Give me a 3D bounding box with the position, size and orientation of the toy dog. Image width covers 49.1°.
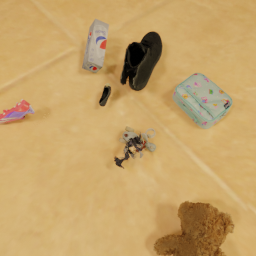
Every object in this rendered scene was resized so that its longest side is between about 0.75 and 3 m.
[{"bbox_3d":[0.264,0.332,8.017,1.107,0.533,0.730,4,88,6],"label":"toy dog"}]

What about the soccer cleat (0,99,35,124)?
[{"bbox_3d":[-3.403,-0.375,8.367,1.394,0.533,0.465,-26,31,26],"label":"soccer cleat"}]

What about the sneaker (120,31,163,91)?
[{"bbox_3d":[0.464,-2.324,8.971,0.851,1.478,2.835,14,70,14],"label":"sneaker"}]

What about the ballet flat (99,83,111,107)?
[{"bbox_3d":[-0.700,-1.038,8.647,0.263,0.225,0.793,8,75,22],"label":"ballet flat"}]

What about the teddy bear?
[{"bbox_3d":[1.444,2.997,6.053,1.942,0.894,2.678,-19,49,33],"label":"teddy bear"}]

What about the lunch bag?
[{"bbox_3d":[2.278,-0.835,8.634,1.339,0.644,1.670,-34,69,-24],"label":"lunch bag"}]

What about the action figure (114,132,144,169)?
[{"bbox_3d":[0.107,0.631,7.603,0.554,0.646,1.086,43,73,-4],"label":"action figure"}]

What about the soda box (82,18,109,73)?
[{"bbox_3d":[-1.083,-2.767,9.452,0.543,0.584,1.712,16,68,-25],"label":"soda box"}]
